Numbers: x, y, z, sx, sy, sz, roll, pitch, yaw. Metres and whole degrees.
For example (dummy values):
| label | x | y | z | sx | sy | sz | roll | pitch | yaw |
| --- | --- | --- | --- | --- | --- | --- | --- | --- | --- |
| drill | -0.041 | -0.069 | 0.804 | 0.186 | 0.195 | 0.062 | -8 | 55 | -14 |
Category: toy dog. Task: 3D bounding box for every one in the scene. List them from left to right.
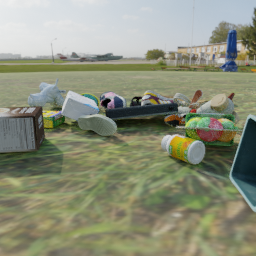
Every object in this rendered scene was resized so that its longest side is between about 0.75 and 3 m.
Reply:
| label | x | y | z | sx | sy | sz | roll | pitch | yaw |
| --- | --- | --- | --- | --- | --- | --- | --- | --- | --- |
| toy dog | 3.450 | -1.000 | 12.023 | 2.800 | 1.846 | 1.348 | 18 | 60 | 30 |

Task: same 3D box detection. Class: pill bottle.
| label | x | y | z | sx | sy | sz | roll | pitch | yaw |
| --- | --- | --- | --- | --- | --- | --- | --- | --- | --- |
| pill bottle | 1.523 | 0.561 | 7.956 | 0.657 | 0.657 | 1.183 | -11 | 18 | -35 |

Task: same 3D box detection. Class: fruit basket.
| label | x | y | z | sx | sy | sz | roll | pitch | yaw |
| --- | --- | --- | --- | --- | --- | --- | --- | --- | --- |
| fruit basket | 2.614 | -0.044 | 8.769 | 2.172 | 1.099 | 2.345 | 3 | -5 | 12 |

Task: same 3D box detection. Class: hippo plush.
| label | x | y | z | sx | sy | sz | roll | pitch | yaw |
| --- | --- | --- | --- | --- | --- | --- | --- | --- | --- |
| hippo plush | -4.360 | -1.462 | 14.943 | 2.024 | 1.612 | 1.627 | 2 | 40 | 48 |

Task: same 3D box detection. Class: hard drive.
| label | x | y | z | sx | sy | sz | roll | pitch | yaw |
| --- | --- | --- | --- | --- | --- | --- | --- | --- | --- |
| hard drive | 0.491 | -0.735 | 12.199 | 2.907 | 0.478 | 2.028 | -6 | 5 | -6 |

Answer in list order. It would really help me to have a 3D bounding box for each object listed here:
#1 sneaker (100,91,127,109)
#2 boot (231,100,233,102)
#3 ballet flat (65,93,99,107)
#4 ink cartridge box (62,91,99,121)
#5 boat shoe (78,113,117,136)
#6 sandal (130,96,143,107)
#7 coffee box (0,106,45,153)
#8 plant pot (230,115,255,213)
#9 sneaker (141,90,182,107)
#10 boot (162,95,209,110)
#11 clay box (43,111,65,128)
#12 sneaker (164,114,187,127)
| label | x | y | z | sx | sy | sz | roll | pitch | yaw |
| --- | --- | --- | --- | --- | --- | --- | --- | --- | --- |
| sneaker | -1.124 | -1.458 | 15.070 | 1.088 | 0.930 | 2.652 | -5 | 14 | -29 |
| boot | 5.593 | -1.562 | 16.505 | 1.182 | 0.435 | 0.914 | 1 | 19 | 14 |
| ballet flat | -2.379 | -1.501 | 15.579 | 2.549 | 0.852 | 0.854 | 8 | 6 | 34 |
| ink cartridge box | -2.143 | -0.921 | 12.437 | 1.370 | 0.789 | 2.366 | 22 | 9 | -16 |
| boat shoe | -1.083 | -0.187 | 10.596 | 0.663 | 0.795 | 2.131 | -20 | 19 | -39 |
| sandal | 0.588 | -1.262 | 14.812 | 1.042 | 0.663 | 2.771 | 1 | 15 | 2 |
| coffee box | -4.282 | 0.035 | 8.913 | 2.943 | 1.173 | 1.683 | -3 | 15 | -10 |
| plant pot | 3.255 | 0.763 | 5.628 | 1.611 | 1.577 | 1.582 | 10 | 15 | -1 |
| sneaker | 1.768 | -0.997 | 13.834 | 2.306 | 0.864 | 1.039 | 18 | 59 | 2 |
| boot | 2.630 | -1.262 | 14.521 | 2.615 | 0.865 | 2.290 | 14 | 20 | 40 |
| clay box | -3.932 | -0.415 | 11.915 | 2.164 | 0.515 | 1.243 | 4 | 14 | 10 |
| sneaker | 1.926 | -0.337 | 11.857 | 1.383 | 0.524 | 0.636 | -4 | 6 | -43 |
